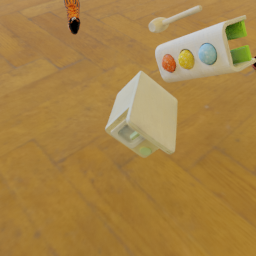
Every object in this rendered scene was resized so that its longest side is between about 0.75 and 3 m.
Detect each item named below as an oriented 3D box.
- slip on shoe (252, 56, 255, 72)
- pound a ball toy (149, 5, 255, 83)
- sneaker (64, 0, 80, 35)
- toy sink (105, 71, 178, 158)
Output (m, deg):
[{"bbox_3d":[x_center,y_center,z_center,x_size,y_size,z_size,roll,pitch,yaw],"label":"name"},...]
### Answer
[{"bbox_3d":[4.205,-2.002,6.732,0.819,2.678,0.992,15,63,-28],"label":"slip on shoe"},{"bbox_3d":[1.303,-1.835,6.056,1.014,1.556,2.386,-27,16,-27],"label":"pound a ball toy"},{"bbox_3d":[-1.131,-2.409,5.881,0.342,0.881,0.493,-11,31,-11],"label":"sneaker"},{"bbox_3d":[0.239,-0.117,4.920,0.956,0.822,1.467,35,38,-19],"label":"toy sink"}]
